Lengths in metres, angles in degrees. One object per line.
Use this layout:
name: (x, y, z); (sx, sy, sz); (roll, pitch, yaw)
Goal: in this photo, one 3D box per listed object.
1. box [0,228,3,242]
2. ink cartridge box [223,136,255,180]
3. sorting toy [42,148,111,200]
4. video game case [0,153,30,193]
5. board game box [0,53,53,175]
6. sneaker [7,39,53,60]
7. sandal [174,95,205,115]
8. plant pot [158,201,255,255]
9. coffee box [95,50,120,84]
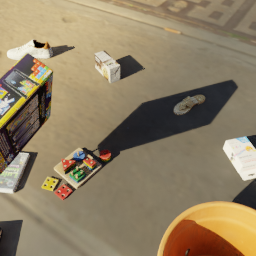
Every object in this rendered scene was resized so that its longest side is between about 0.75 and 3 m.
box: (-3.905, 3.040, 6.942); (1.308, 0.321, 1.054); (-4, 46, -3)
ink cartridge box: (3.663, 0.929, 8.788); (0.746, 0.440, 1.296); (-12, 49, -10)
sorting toy: (-1.608, 1.178, 8.607); (1.074, 0.377, 2.227); (33, 56, 27)
video game case: (-3.990, 1.301, 8.626); (1.522, 0.178, 1.384); (5, 48, 4)
board game box: (-2.564, -0.167, 6.179); (0.699, 2.466, 2.038); (36, 64, -2)
sneaker: (-4.505, -3.626, 12.679); (2.036, 0.862, 0.741); (-5, 49, -3)
sandal: (2.322, -1.029, 10.543); (1.480, 0.487, 0.543); (-26, 53, -22)
plant pot: (1.921, 3.205, 5.677); (2.800, 1.960, 2.800); (0, 48, 0)
coffee box: (-0.866, -2.587, 11.791); (0.528, 0.748, 1.323); (-24, 53, -22)
